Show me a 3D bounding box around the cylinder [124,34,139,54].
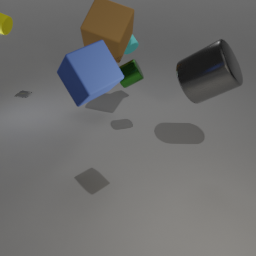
[{"bbox_3d":[-0.045,-3.441,11.211,0.700,0.700,0.700,-25,78,-36],"label":"cylinder"}]

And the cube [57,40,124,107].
[{"bbox_3d":[-0.626,-0.873,4.561,0.700,0.700,0.700,-32,3,-27],"label":"cube"}]

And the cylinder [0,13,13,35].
[{"bbox_3d":[-4.807,-3.938,10.461,0.700,0.700,0.700,22,33,1],"label":"cylinder"}]

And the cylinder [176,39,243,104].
[{"bbox_3d":[2.339,-1.591,8.068,1.400,1.400,1.400,-23,16,35],"label":"cylinder"}]

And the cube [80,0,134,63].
[{"bbox_3d":[-0.690,-3.410,9.845,1.400,1.400,1.400,21,75,4],"label":"cube"}]

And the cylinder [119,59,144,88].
[{"bbox_3d":[0.046,-1.735,8.959,0.700,0.700,0.700,-25,28,14],"label":"cylinder"}]
